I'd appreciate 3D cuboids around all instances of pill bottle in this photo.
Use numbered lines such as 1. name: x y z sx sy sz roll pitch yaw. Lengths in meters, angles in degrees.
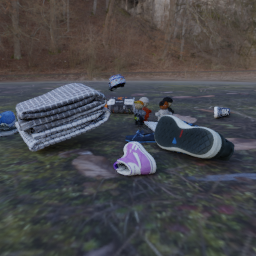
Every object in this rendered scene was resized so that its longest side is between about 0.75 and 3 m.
1. pill bottle: -0.463 -1.226 15.062 1.635 0.868 0.868 1 12 7

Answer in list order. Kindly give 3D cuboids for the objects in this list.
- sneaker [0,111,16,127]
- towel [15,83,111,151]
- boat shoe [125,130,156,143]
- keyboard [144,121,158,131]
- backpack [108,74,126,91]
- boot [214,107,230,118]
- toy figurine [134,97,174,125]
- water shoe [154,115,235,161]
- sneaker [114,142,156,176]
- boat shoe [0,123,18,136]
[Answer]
1. sneaker: -5.175 -0.416 10.767 0.986 1.120 2.512 2 12 9
2. towel: -2.213 -0.568 8.985 2.750 1.177 2.277 -21 26 -21
3. boat shoe: 0.487 0.250 9.376 1.161 0.398 0.488 -2 12 -9
4. keyboard: 1.221 -0.012 11.249 0.642 0.122 2.280 -2 13 -10
5. backpack: -0.500 -2.239 13.570 0.869 0.670 0.828 -23 7 -23
6. boot: 4.671 -0.807 13.826 0.690 0.555 1.527 -1 10 23
7. toy figurine: 1.094 -0.743 11.928 1.670 1.162 1.644 4 8 16
8. water shoe: 1.777 0.382 8.140 1.121 1.016 2.842 21 3 -27
9. sneaker: -0.013 0.731 6.902 0.861 0.548 1.511 -8 14 -19
10. boat shoe: -4.534 0.042 10.255 0.437 0.430 1.214 7 14 31
